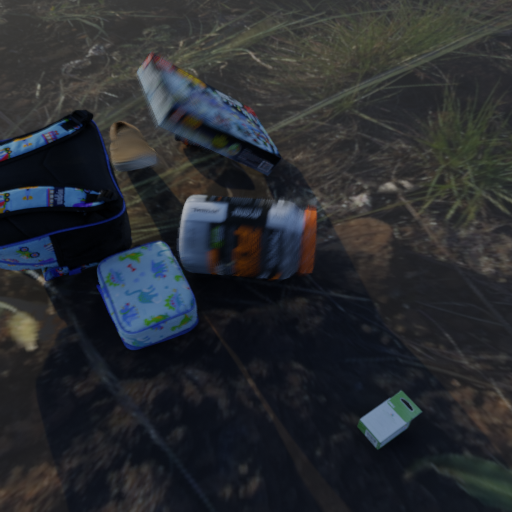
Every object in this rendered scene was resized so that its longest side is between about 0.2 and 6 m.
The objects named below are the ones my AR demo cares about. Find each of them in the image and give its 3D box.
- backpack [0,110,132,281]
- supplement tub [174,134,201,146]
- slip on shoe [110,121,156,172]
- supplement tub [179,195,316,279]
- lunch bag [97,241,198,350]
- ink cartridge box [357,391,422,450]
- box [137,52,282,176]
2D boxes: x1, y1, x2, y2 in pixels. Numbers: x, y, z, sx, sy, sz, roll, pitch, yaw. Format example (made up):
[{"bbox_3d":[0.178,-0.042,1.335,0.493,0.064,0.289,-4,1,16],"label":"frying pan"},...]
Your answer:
[{"bbox_3d":[-4.319,-0.958,10.962,3.261,2.194,2.977,-18,61,-14],"label":"backpack"},{"bbox_3d":[-1.566,-3.071,14.264,0.972,0.520,0.520,3,47,5],"label":"supplement tub"},{"bbox_3d":[-2.909,-2.555,12.881,0.958,0.764,2.521,-16,26,-10],"label":"slip on shoe"},{"bbox_3d":[-0.123,-0.358,11.022,2.550,1.562,1.562,4,47,5],"label":"supplement tub"},{"bbox_3d":[-2.056,0.710,10.445,1.542,0.791,1.919,-22,55,-16],"label":"lunch bag"},{"bbox_3d":[2.167,2.658,9.095,0.934,0.277,0.485,-27,53,-23],"label":"ink cartridge box"},{"bbox_3d":[-1.046,-3.252,13.030,3.214,0.641,2.201,17,35,-42],"label":"box"}]
